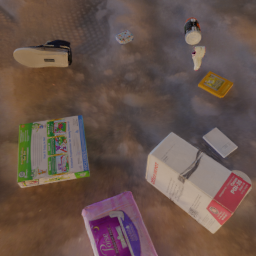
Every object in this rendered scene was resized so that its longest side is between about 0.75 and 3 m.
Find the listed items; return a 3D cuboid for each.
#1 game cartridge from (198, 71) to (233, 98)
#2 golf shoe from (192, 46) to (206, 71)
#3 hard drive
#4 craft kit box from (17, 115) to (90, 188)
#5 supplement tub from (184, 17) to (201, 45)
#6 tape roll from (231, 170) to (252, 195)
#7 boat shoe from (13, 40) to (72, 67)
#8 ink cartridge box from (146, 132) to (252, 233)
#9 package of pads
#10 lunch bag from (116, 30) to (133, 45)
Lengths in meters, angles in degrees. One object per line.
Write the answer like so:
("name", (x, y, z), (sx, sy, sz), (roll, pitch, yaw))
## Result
("game cartridge", (3.841, -1.909, 12.246), (1.185, 0.192, 1.044), (32, 62, 21))
("golf shoe", (3.060, -3.111, 12.452), (0.550, 1.201, 0.452), (11, 45, 2))
("hard drive", (3.480, 0.546, 10.609), (0.724, 0.139, 1.098), (-32, 61, -20))
("craft kit box", (-2.721, 0.786, 10.220), (2.413, 0.593, 2.444), (-7, 56, -8))
("supplement tub", (3.185, -4.824, 13.860), (0.785, 0.785, 1.281), (2, 57, 2))
("tape roll", (3.594, 1.937, 9.383), (0.883, 0.606, 0.883), (0, 56, 0))
("boat shoe", (-3.838, -3.509, 12.965), (2.597, 0.970, 1.205), (5, 51, -7))
("ink cartridge box", (2.000, 1.685, 8.681), (2.775, 2.033, 1.148), (36, 63, 22))
("package of pads", (-0.173, 3.409, 8.118), (1.656, 1.040, 2.749), (-18, 58, -12))
("lunch bag", (-0.171, -4.545, 13.965), (0.840, 0.317, 0.673), (-28, 58, -17))
